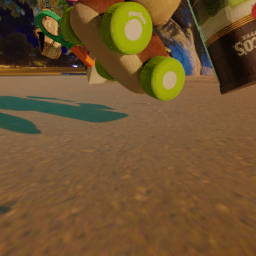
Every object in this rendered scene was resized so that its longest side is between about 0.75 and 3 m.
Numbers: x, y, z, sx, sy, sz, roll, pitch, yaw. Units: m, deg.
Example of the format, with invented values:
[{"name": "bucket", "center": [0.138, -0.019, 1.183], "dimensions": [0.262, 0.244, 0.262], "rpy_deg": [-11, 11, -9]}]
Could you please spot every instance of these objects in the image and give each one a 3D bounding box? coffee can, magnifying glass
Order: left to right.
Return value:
[{"name": "magnifying glass", "center": [-1.606, -2.306, 7.410], "dimensions": [0.742, 1.863, 0.209], "rpy_deg": [-20, 33, 47]}, {"name": "coffee can", "center": [2.815, -2.548, 6.801], "dimensions": [2.145, 2.931, 2.145], "rpy_deg": [-20, -2, -1]}]

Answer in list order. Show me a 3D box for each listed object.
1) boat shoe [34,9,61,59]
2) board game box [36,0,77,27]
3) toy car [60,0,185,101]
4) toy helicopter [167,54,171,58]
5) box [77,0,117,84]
[{"name": "boat shoe", "center": [-2.569, -3.016, 8.702], "dimensions": [0.606, 1.880, 0.670], "rpy_deg": [3, -32, -43]}, {"name": "board game box", "center": [-2.252, -4.467, 10.473], "dimensions": [2.051, 1.056, 1.075], "rpy_deg": [19, 46, 27]}, {"name": "toy car", "center": [0.455, -2.284, 5.501], "dimensions": [2.215, 2.807, 2.306], "rpy_deg": [45, -8, -37]}, {"name": "toy helicopter", "center": [1.250, -2.780, 10.739], "dimensions": [1.627, 0.642, 1.076], "rpy_deg": [37, -1, 18]}, {"name": "box", "center": [-0.752, -2.851, 8.826], "dimensions": [1.351, 2.480, 1.586], "rpy_deg": [-8, -23, -20]}]
